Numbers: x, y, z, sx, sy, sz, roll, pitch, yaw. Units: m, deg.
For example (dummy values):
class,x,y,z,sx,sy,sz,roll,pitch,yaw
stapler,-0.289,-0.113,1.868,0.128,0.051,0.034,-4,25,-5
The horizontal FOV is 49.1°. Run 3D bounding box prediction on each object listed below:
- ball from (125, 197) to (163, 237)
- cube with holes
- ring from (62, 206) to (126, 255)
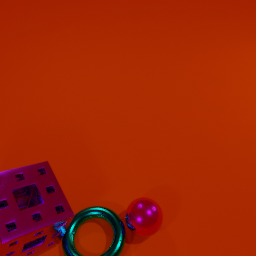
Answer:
class,x,y,z,sx,sy,sz,roll,pitch,yaw
ball,0.331,1.832,5.775,0.785,0.785,0.785,0,49,0
cube with holes,-1.968,1.597,5.223,1.243,1.243,1.243,-11,54,-39
ring,-0.696,2.215,5.701,1.319,0.264,1.319,-4,49,5
